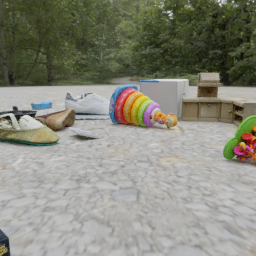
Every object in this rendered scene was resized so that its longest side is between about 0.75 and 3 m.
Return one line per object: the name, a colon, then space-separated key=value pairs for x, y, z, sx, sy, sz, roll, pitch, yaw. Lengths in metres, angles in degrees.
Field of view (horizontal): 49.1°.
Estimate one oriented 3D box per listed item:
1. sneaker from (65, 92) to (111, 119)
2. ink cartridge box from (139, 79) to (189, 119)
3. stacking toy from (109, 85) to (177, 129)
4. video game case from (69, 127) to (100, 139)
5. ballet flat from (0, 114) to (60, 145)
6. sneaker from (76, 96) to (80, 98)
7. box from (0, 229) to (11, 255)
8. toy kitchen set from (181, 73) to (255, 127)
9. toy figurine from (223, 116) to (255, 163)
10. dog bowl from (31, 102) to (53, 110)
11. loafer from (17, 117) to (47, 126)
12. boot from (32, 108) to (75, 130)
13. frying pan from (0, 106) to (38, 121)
sneaker: x=-1.383 y=-1.028 z=12.704 sx=2.926 sy=1.178 sz=1.118 roll=-2 pitch=8 yaw=-24
ink cartridge box: x=1.751 y=-1.414 z=13.158 sx=1.747 sy=1.717 sz=2.374 roll=5 pitch=12 yaw=23
stacking toy: x=0.697 y=-0.587 z=10.733 sx=2.694 sy=1.563 sz=1.478 roll=24 pitch=26 yaw=33
video game case: x=-1.401 y=0.158 z=8.914 sx=0.702 sy=0.088 sz=0.981 roll=13 pitch=2 yaw=-33
ballet flat: x=-3.220 y=0.000 z=8.251 sx=2.533 sy=0.895 sz=0.895 roll=4 pitch=12 yaw=18
sneaker: x=-2.485 y=-1.181 z=14.980 sx=0.784 sy=0.808 sz=2.214 roll=15 pitch=14 yaw=-9
box: x=-2.011 y=1.276 z=3.103 sx=0.948 sy=0.274 sz=1.193 roll=-10 pitch=15 yaw=-43
toy kitchen set: x=3.493 y=-1.157 z=11.103 sx=2.465 sy=2.011 sz=2.224 roll=1 pitch=11 yaw=4
toy figurine: x=3.052 y=0.465 z=6.172 sx=1.374 sy=1.031 sz=1.264 roll=-28 pitch=32 yaw=-21
dog bowl: x=-4.994 y=-1.293 z=16.261 sx=0.756 sy=0.336 sz=1.356 roll=7 pitch=14 yaw=33
loafer: x=-3.394 y=-0.036 z=9.388 sx=1.371 sy=0.521 sz=0.462 roll=-10 pitch=10 yaw=6
boot: x=-2.946 y=-0.379 z=10.558 sx=1.591 sy=0.692 sz=1.913 roll=3 pitch=14 yaw=9
frying pan: x=-5.252 y=-0.647 z=12.639 sx=2.824 sy=0.460 sz=1.708 roll=8 pitch=12 yaw=43
